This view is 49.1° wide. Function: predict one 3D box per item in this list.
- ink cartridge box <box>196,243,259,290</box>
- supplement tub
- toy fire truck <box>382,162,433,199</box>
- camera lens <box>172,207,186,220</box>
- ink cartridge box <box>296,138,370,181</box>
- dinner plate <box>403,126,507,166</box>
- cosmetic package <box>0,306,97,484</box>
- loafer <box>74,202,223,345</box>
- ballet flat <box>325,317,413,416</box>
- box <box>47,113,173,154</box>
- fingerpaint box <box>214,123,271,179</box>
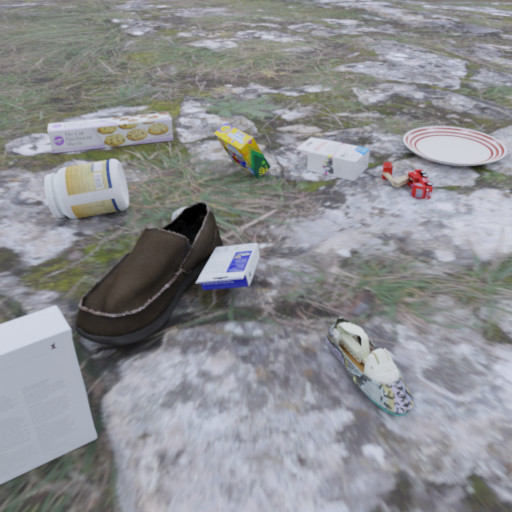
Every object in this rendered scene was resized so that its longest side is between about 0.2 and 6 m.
[{"bbox_3d":[-0.425,0.214,8.992,0.762,0.301,1.533,-5,20,12],"label":"ink cartridge box"},{"bbox_3d":[-3.383,-1.319,11.251,1.446,1.044,1.044,-10,34,-3],"label":"supplement tub"},{"bbox_3d":[3.359,-1.689,12.558,0.925,0.320,1.312,0,34,1],"label":"toy fire truck"},{"bbox_3d":[-1.248,-0.715,10.734,0.605,0.484,0.484,-13,25,29],"label":"camera lens"},{"bbox_3d":[1.807,-2.320,13.335,1.533,0.520,0.883,18,37,25],"label":"ink cartridge box"},{"bbox_3d":[4.989,-2.738,14.191,2.511,0.304,2.511,0,34,0],"label":"dinner plate"},{"bbox_3d":[-3.026,1.726,6.019,2.298,1.732,0.594,-20,38,-28],"label":"cosmetic package"},{"bbox_3d":[-1.688,0.105,8.968,1.241,1.213,3.400,13,35,20],"label":"loafer"},{"bbox_3d":[1.493,1.397,7.575,0.619,0.619,1.721,-15,36,-22],"label":"ballet flat"},{"bbox_3d":[-3.759,-3.225,14.636,3.140,0.651,0.608,-9,34,-14],"label":"box"},{"bbox_3d":[-0.332,-2.451,13.046,0.435,0.990,1.187,-44,45,-7],"label":"fingerpaint box"}]
